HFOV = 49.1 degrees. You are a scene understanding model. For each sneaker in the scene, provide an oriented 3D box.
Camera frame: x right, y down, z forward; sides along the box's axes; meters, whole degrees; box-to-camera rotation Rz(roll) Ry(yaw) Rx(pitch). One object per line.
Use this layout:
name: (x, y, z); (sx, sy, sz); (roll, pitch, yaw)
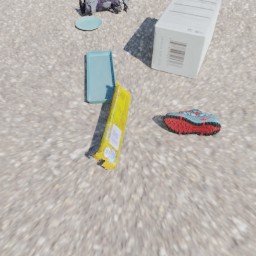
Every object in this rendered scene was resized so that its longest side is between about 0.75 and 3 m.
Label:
sneaker: (1.680, -0.186, 7.508); (1.506, 0.597, 0.720); (9, 35, -1)

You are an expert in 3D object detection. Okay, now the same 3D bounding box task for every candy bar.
candy bar: (-0.322, -0.193, 7.360); (0.320, 0.719, 2.885); (-22, 39, 32)

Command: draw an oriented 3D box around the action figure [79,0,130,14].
action figure: (-0.884, -5.356, 11.972); (2.265, 0.786, 1.474); (-19, 44, -21)

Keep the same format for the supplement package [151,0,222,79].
supplement package: (1.984, -3.215, 9.445); (1.596, 1.590, 2.720); (17, 50, 15)

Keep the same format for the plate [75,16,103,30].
plate: (-1.566, -4.209, 11.337); (1.102, 0.141, 1.102); (-1, 48, 1)

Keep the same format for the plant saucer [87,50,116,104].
plant saucer: (-0.867, -1.682, 8.994); (0.899, 0.244, 2.570); (-4, 49, -4)
